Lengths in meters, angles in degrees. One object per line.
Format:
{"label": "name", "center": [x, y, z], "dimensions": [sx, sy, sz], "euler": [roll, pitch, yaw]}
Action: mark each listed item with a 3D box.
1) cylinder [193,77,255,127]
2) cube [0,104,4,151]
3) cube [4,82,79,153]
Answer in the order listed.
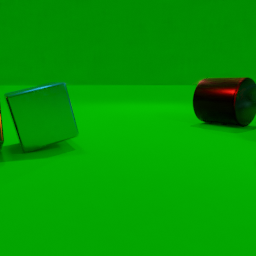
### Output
{"label": "cylinder", "center": [2.743, -0.755, 7.896], "dimensions": [1.319, 1.319, 1.319], "euler": [-8, 12, -38]}
{"label": "cube", "center": [-2.515, -0.083, 4.435], "dimensions": [0.901, 0.901, 0.901], "euler": [-5, -10, -28]}
{"label": "cube", "center": [-1.643, -0.255, 5.277], "dimensions": [1.017, 1.017, 1.017], "euler": [-18, 16, -22]}
